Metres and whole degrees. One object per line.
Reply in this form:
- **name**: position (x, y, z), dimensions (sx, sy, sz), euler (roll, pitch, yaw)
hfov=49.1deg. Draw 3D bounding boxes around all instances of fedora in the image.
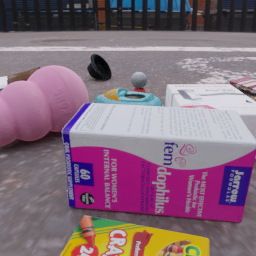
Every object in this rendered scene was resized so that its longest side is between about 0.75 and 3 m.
- **fedora**: position (-1.340, -2.579, 12.316), dimensions (0.632, 1.383, 1.383), euler (-26, 12, 26)

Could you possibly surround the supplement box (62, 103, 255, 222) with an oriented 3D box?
- **supplement box**: position (0.440, 0.451, 4.437), dimensions (2.595, 1.313, 1.341), euler (2, 23, 6)

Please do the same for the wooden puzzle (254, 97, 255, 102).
- **wooden puzzle**: position (3.604, -0.525, 7.933), dimensions (1.692, 0.423, 1.827), euler (-2, 23, -5)

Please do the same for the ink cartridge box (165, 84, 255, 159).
- **ink cartridge box**: position (1.905, -0.273, 6.543), dimensions (1.783, 1.038, 2.448), euler (0, 21, -1)

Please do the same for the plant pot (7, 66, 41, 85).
- **plant pot**: position (-3.423, -1.464, 9.498), dimensions (1.085, 1.096, 1.096), euler (-11, 24, -6)

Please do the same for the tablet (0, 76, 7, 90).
- **tablet**: position (-5.546, -1.729, 11.144), dimensions (2.735, 0.187, 1.780), euler (-20, 30, -39)

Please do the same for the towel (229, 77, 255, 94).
- **towel**: position (4.865, -1.447, 10.254), dimensions (1.377, 0.218, 1.912), euler (-17, 35, -38)

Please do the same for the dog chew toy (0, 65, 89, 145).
- **dog chew toy**: position (-2.186, -0.444, 6.414), dimensions (2.576, 1.604, 1.604), euler (-29, 35, -35)

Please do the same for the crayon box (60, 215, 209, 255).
- **crayon box**: position (0.173, 1.574, 2.858), dimensions (1.826, 0.464, 1.159), euler (6, 23, 13)

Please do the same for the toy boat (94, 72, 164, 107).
- **toy boat**: position (0.081, -0.822, 7.781), dimensions (1.963, 1.085, 2.335), euler (5, 24, 14)
